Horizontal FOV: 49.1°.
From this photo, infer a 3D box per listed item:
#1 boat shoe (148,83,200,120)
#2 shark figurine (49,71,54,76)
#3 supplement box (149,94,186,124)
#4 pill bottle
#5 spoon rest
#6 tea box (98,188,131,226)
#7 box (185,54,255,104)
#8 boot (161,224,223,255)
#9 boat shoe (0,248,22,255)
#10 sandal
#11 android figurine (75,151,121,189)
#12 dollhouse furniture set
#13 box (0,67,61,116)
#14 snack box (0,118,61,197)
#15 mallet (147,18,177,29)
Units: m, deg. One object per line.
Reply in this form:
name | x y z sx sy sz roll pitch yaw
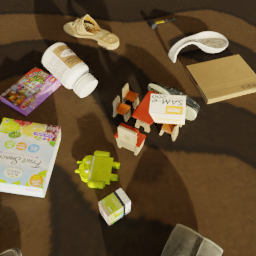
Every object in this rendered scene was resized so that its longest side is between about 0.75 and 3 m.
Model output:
boat shoe | 1.754 -1.148 10.488 2.128 0.795 0.706 33 59 20
shark figurine | -2.957 -2.340 11.581 1.112 0.464 0.664 21 58 17
supplement box | 1.090 -0.478 7.482 0.876 1.389 0.511 5 82 12
pill bottle | -2.204 -2.198 10.808 2.064 1.180 1.180 45 64 8
spoon rest | 3.137 -3.673 12.319 2.752 0.834 1.367 -20 56 -13
tea box | -0.374 2.252 7.987 0.779 0.792 0.529 -29 59 -19
box | 3.932 -2.074 11.483 2.536 0.270 2.073 -14 55 -10
boot | 1.549 4.059 6.690 2.495 0.996 2.744 34 54 20
boat shoe | -3.657 3.885 6.879 0.760 0.648 2.273 36 62 24
sandal | -1.726 -4.711 12.946 3.109 1.023 1.140 29 59 20
android figurine | -0.965 1.321 8.994 1.426 0.293 1.298 8 54 3
dollhouse furniture set | 0.546 -0.385 9.627 2.446 1.260 2.419 23 57 16
box | -3.802 -1.491 10.978 1.343 0.384 1.963 28 58 19
snack box | -3.311 0.892 8.870 1.916 0.769 2.272 9 55 -4
mallet | 1.739 -5.198 13.795 1.541 0.317 0.508 -12 54 -14
